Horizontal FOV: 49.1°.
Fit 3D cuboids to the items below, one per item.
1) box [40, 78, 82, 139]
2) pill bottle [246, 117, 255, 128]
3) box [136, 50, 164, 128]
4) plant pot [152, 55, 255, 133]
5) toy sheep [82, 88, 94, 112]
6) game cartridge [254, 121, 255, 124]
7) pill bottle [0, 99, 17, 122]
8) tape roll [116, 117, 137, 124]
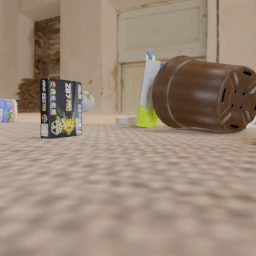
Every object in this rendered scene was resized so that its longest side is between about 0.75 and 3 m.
[{"bbox_3d":[-1.115,-0.327,4.725,0.237,0.964,0.777,2,3,31],"label":"box"},{"bbox_3d":[2.606,-0.423,7.313,0.813,0.813,1.462,-1,4,-10],"label":"pill bottle"},{"bbox_3d":[0.647,-1.000,7.457,0.450,1.888,1.151,10,8,14],"label":"box"},{"bbox_3d":[1.724,-0.685,6.084,1.751,1.751,1.733,-2,13,-32],"label":"plant pot"},{"bbox_3d":[-1.593,-0.949,9.926,0.858,0.858,1.244,0,9,5],"label":"toy sheep"},{"bbox_3d":[3.784,-0.455,10.168,1.990,0.604,2.985,4,4,1],"label":"game cartridge"},{"bbox_3d":[-4.930,-0.632,10.201,1.551,0.869,0.869,-3,5,-34],"label":"pill bottle"},{"bbox_3d":[0.202,-0.252,9.228,1.249,0.228,1.249,0,4,0],"label":"tape roll"}]
